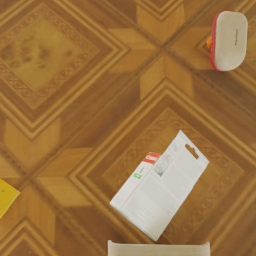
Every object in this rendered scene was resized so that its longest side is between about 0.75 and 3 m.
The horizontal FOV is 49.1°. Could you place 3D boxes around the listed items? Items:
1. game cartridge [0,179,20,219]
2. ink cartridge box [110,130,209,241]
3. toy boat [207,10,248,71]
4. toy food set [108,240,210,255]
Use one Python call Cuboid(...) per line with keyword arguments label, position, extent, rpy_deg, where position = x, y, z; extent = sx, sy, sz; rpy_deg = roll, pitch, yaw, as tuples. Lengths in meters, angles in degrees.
Cuboid(label="game cartridge", position=(-3.623, 1.969, 7.842), extent=(0.798, 0.147, 0.905), rpy_deg=(31, 71, 10))
Cuboid(label="ink cartridge box", position=(0.900, 1.443, 7.452), extent=(1.424, 0.658, 2.614), rpy_deg=(46, 72, -20))
Cuboid(label="toy boat", position=(2.990, -2.722, 8.911), extent=(1.169, 1.170, 1.791), rpy_deg=(-3, 100, -25))
Cuboid(label="toy food set", position=(0.790, 3.821, 7.018), extent=(2.632, 0.795, 1.888), rpy_deg=(-1, 82, 4))
